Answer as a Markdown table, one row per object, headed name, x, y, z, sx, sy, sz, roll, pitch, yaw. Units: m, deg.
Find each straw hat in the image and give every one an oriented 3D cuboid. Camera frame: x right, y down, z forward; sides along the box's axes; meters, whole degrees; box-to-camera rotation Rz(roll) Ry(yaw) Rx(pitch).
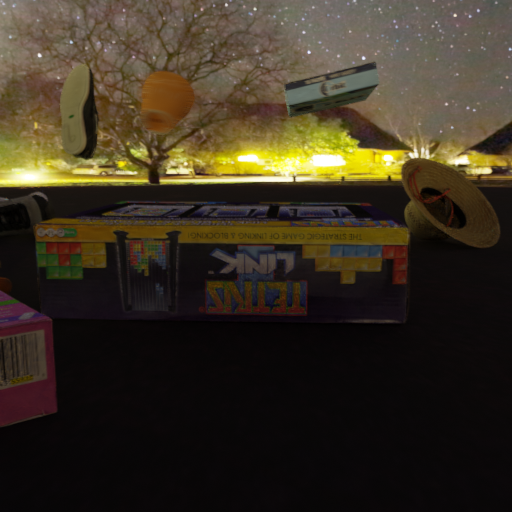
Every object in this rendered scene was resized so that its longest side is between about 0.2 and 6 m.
| name | x | y | z | sx | sy | sz | roll | pitch | yaw |
| --- | --- | --- | --- | --- | --- | --- | --- | --- | --- |
| straw hat | 3.694 | -0.851 | 11.577 | 2.449 | 2.449 | 1.036 | -7 | -31 | -36 |

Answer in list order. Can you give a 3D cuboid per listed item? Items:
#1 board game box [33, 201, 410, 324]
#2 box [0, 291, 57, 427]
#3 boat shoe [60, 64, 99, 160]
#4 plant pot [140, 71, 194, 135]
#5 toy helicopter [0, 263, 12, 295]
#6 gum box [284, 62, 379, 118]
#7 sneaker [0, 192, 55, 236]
| name | x | y | z | sx | sy | sz | roll | pitch | yaw |
| --- | --- | --- | --- | --- | --- | --- | --- | --- | --- |
| board game box | -0.263 | -0.065 | 6.981 | 3.740 | 1.060 | 3.091 | 1 | 11 | 4 |
| box | -2.106 | 0.667 | 3.631 | 1.157 | 0.636 | 1.315 | -7 | 11 | -39 |
| boat shoe | -3.511 | -2.897 | 11.310 | 0.684 | 1.904 | 0.644 | -4 | -8 | 24 |
| plant pot | -1.842 | -2.945 | 11.097 | 1.027 | 0.941 | 1.027 | 9 | -35 | 6 |
| toy helicopter | -3.752 | 0.316 | 6.358 | 1.286 | 0.767 | 1.944 | 13 | 24 | 20 |
| gum box | 1.679 | -3.799 | 13.018 | 1.992 | 0.522 | 2.344 | -12 | 6 | 5 |
| sneaker | -5.422 | -0.806 | 12.418 | 2.672 | 0.988 | 1.059 | -1 | 16 | 34 |
